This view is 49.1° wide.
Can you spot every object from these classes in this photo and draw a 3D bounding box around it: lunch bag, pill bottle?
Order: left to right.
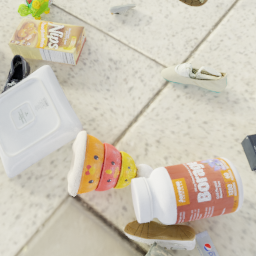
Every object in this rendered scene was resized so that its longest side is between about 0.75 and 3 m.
[{"bbox_3d":[0.712,4.150,6.982,1.531,1.097,1.866,32,98,16],"label":"lunch bag"},{"bbox_3d":[1.604,1.833,8.011,2.879,1.615,1.615,-8,61,-8],"label":"pill bottle"}]

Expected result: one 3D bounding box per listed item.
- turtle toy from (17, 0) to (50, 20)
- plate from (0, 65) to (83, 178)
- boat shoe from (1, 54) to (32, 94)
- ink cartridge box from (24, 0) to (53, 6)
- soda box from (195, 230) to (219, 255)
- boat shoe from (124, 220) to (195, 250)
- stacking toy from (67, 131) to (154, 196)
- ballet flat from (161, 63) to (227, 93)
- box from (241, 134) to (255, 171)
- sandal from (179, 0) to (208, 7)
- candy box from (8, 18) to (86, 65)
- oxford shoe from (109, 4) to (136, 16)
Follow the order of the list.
[{"bbox_3d":[-4.087,-5.340,12.242,0.784,1.130,1.551,41,67,0],"label":"turtle toy"},{"bbox_3d":[-3.361,-0.346,9.287,2.975,0.481,2.969,-32,71,3],"label":"plate"},{"bbox_3d":[-4.278,-1.524,10.359,0.998,0.862,2.748,3,61,2],"label":"boat shoe"},{"bbox_3d":[-4.146,-6.011,12.823,1.203,0.882,0.500,-28,66,-14],"label":"ink cartridge box"},{"bbox_3d":[2.275,3.568,7.804,0.406,0.437,1.281,-19,63,-10],"label":"soda box"},{"bbox_3d":[0.873,3.119,7.892,2.028,0.703,0.718,1,28,22],"label":"boat shoe"},{"bbox_3d":[-0.425,1.214,8.597,2.671,1.952,1.952,9,60,-13],"label":"stacking toy"},{"bbox_3d":[2.542,-2.068,10.677,2.540,0.882,0.882,14,62,8],"label":"ballet flat"},{"bbox_3d":[4.493,0.750,9.220,1.054,0.665,1.072,-7,61,-4],"label":"box"},{"bbox_3d":[1.338,-4.772,8.435,2.861,1.149,0.772,36,43,10],"label":"sandal"},{"bbox_3d":[-3.254,-3.577,11.542,2.732,0.755,1.577,9,60,6],"label":"candy box"},{"bbox_3d":[-0.244,-5.406,12.800,1.331,0.501,0.384,-19,104,-19],"label":"oxford shoe"}]
